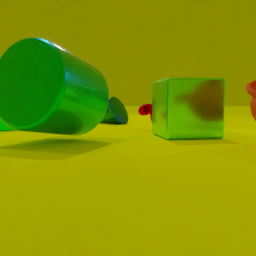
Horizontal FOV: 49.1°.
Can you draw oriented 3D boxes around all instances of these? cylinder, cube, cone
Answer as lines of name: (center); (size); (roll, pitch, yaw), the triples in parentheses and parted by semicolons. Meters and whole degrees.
cylinder: (-1.225, -0.593, 4.659); (1.385, 1.385, 1.385); (2, -4, 23)
cube: (-3.148, -0.356, 7.062); (0.814, 0.814, 0.814); (4, 7, 41)
cube: (1.156, -0.393, 5.603); (1.122, 1.122, 1.122); (-1, 5, -9)
cone: (-0.677, -0.378, 9.322); (0.998, 0.994, 0.994); (-27, -8, 26)

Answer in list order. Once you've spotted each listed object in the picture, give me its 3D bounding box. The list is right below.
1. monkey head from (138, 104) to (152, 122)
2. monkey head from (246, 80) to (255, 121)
monkey head: (1.038, -0.470, 6.918); (1.467, 1.055, 0.884); (9, 2, 12)
monkey head: (2.225, -0.568, 4.105); (1.928, 1.162, 1.387); (22, 24, -48)
